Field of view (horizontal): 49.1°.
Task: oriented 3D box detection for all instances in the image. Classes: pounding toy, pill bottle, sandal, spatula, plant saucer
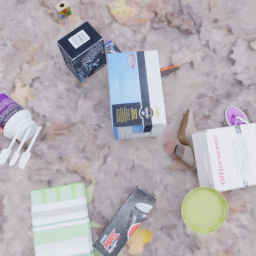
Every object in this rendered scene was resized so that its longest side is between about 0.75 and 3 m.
[{"bbox_3d":[-3.124,-5.362,12.782,0.980,0.861,0.448,-33,77,-8],"label":"pounding toy"},{"bbox_3d":[-4.842,-0.494,11.201,2.370,1.333,1.333,36,78,10],"label":"pill bottle"},{"bbox_3d":[4.691,0.001,11.498,0.832,0.502,2.044,-18,75,-5],"label":"sandal"},{"bbox_3d":[-3.651,0.565,9.501,1.119,0.129,1.610,5,61,22],"label":"spatula"},{"bbox_3d":[2.466,2.651,9.136,1.516,0.236,1.516,0,89,-3],"label":"plant saucer"}]

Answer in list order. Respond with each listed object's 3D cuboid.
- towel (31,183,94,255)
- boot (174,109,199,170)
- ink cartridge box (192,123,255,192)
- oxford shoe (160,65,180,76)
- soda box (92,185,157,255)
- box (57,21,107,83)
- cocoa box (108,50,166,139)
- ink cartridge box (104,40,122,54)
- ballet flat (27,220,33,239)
[{"bbox_3d":[-2.414,3.506,10.206,2.059,0.424,2.760,-6,81,-17],"label":"towel"},{"bbox_3d":[2.858,0.537,11.288,1.676,0.805,2.293,19,76,-2],"label":"boot"},{"bbox_3d":[4.081,1.009,10.385,2.985,1.254,2.171,-7,85,-14],"label":"ink cartridge box"},{"bbox_3d":[1.851,-2.544,12.345,0.980,0.349,0.355,-14,107,-9],"label":"oxford shoe"},{"bbox_3d":[-0.097,3.477,10.365,0.954,0.854,2.696,37,78,9],"label":"soda box"},{"bbox_3d":[-1.828,-3.065,11.549,1.498,2.018,1.080,-39,78,-10],"label":"box"},{"bbox_3d":[0.270,-1.228,11.046,1.962,1.994,2.991,-5,75,-1],"label":"cocoa box"},{"bbox_3d":[-0.707,-3.592,12.662,0.446,0.176,0.896,-36,77,-9],"label":"ink cartridge box"},{"bbox_3d":[-3.300,3.360,10.583,0.553,0.560,1.646,23,75,21],"label":"ballet flat"}]
